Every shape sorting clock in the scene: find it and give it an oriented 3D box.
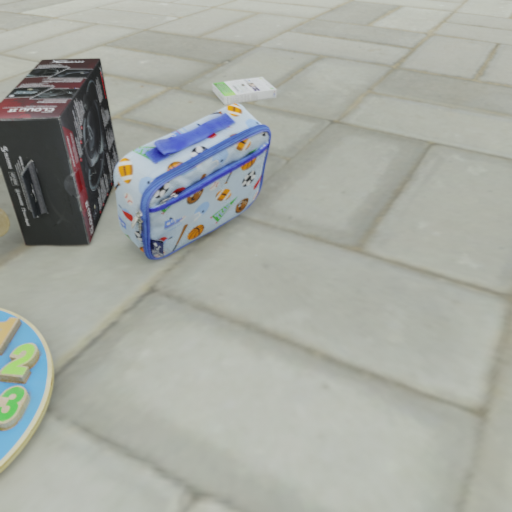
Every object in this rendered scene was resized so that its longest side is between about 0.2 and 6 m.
[{"bbox_3d":[-3.974,1.661,6.493,3.112,0.611,3.112,0,36,0],"label":"shape sorting clock"}]

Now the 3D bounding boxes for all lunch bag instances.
[{"bbox_3d":[-0.992,-1.160,8.816,2.654,2.127,1.003,-35,69,-28],"label":"lunch bag"}]

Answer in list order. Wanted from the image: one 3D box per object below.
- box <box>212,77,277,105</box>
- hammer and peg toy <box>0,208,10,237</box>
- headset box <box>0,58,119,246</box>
[{"bbox_3d":[-0.328,-4.456,15.085,1.490,0.271,1.075,-11,38,-17],"label":"box"},{"bbox_3d":[-5.427,-0.729,8.538,2.832,2.083,0.999,-18,15,-22],"label":"hammer and peg toy"},{"bbox_3d":[-3.378,-1.807,9.750,1.204,2.320,3.117,-1,37,1],"label":"headset box"}]
